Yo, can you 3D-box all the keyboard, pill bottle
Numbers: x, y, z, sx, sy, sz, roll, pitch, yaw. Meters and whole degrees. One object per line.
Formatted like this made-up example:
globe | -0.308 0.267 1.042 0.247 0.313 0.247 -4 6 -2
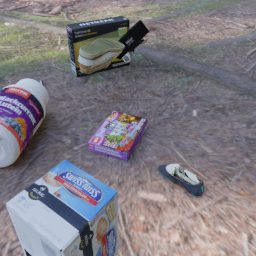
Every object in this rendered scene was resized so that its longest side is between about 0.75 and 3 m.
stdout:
keyboard | 0.068 -3.381 10.963 1.667 0.868 0.330 -41 40 9
pill bottle | -3.521 -0.330 8.567 1.604 1.604 2.878 5 37 7

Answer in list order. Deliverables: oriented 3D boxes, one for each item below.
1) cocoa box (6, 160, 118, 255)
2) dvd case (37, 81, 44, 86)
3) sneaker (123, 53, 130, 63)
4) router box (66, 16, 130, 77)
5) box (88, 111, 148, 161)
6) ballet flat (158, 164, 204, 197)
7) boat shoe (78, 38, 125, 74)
cocoa box | -1.081 1.929 5.203 1.370 2.055 1.348 25 43 28
dvd case | -4.082 -1.650 11.594 1.178 0.094 0.876 -13 39 -17
sneaker | -0.190 -3.264 12.003 0.369 0.947 0.470 -20 18 12
router box | -1.247 -3.662 12.549 2.744 2.158 0.717 -20 41 -23
box | -0.261 0.191 8.915 1.275 0.364 1.863 13 39 17
ballet flat | 1.408 1.242 7.428 0.523 0.523 1.433 -30 46 -34
boat shoe | -0.941 -2.512 9.678 0.859 0.786 2.299 32 36 17
